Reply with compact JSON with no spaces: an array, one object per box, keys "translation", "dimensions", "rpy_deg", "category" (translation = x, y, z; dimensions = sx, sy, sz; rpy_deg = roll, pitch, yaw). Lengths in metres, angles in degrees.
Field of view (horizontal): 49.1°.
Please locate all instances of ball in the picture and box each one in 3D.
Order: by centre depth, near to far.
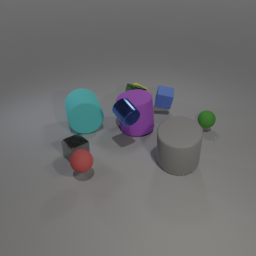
[{"translation":[-1.391,0.991,8.402],"dimensions":[0.700,0.700,0.700],"rpy_deg":[0,31,0],"category":"ball"},{"translation":[3.134,-0.353,11.164],"dimensions":[0.700,0.700,0.700],"rpy_deg":[0,31,0],"category":"ball"}]

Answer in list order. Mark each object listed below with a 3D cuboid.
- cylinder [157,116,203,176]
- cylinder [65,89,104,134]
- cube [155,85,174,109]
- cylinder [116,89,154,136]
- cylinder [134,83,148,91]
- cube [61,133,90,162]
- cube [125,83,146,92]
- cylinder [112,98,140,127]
[{"translation":[1.647,0.579,9.068],"dimensions":[1.400,1.400,1.400],"rpy_deg":[-4,44,3],"category":"cylinder"},{"translation":[-1.803,-0.705,11.388],"dimensions":[1.400,1.400,1.400],"rpy_deg":[-8,32,-14],"category":"cylinder"},{"translation":[1.592,-1.349,12.270],"dimensions":[0.700,0.700,0.700],"rpy_deg":[11,44,1],"category":"cube"},{"translation":[0.314,-0.616,11.157],"dimensions":[1.400,1.400,1.400],"rpy_deg":[-5,33,3],"category":"cylinder"},{"translation":[0.510,-1.741,13.646],"dimensions":[0.700,0.700,0.700],"rpy_deg":[31,40,15],"category":"cylinder"},{"translation":[-1.810,0.725,9.728],"dimensions":[0.700,0.700,0.700],"rpy_deg":[-25,40,-34],"category":"cube"},{"translation":[0.311,-1.552,12.667],"dimensions":[0.700,0.700,0.700],"rpy_deg":[6,19,-26],"category":"cube"},{"translation":[-0.058,-0.528,9.345],"dimensions":[0.700,0.700,0.700],"rpy_deg":[-20,54,-29],"category":"cylinder"}]
